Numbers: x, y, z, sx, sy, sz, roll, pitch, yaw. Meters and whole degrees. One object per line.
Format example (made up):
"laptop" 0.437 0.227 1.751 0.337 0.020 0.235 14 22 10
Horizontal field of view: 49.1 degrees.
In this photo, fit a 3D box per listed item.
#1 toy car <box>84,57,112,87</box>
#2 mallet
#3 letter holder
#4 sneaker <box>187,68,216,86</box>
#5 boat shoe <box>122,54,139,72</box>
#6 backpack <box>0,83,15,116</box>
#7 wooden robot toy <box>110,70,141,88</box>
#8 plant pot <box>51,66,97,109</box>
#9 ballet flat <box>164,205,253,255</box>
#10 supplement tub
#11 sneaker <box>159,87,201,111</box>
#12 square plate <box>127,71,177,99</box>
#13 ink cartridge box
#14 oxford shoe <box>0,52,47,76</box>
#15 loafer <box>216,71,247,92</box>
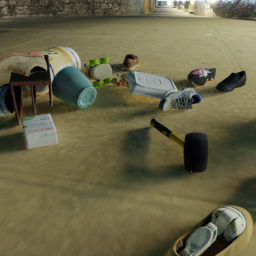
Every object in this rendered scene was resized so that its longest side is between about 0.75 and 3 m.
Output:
"toy car" -1.603 -2.669 13.330 1.160 1.207 1.470 -22 22 -36
"mallet" 1.303 0.128 7.918 0.598 0.957 2.906 -9 28 -18
"letter holder" -3.337 -1.352 9.910 1.236 1.746 2.457 -5 34 -15
"sneaker" 3.349 -2.459 13.373 0.888 0.826 2.056 14 19 41
"boat shoe" 0.198 -3.842 15.937 0.796 0.747 2.211 6 28 11
"backpack" -4.436 -0.917 10.109 0.930 0.987 1.209 -17 37 -13
"wooden robot toy" 0.035 -2.072 12.851 1.750 0.771 0.794 -21 69 -36
"plant pot" -1.960 -1.437 10.701 1.318 1.403 1.403 36 42 27
"ballet flat" 1.520 1.831 4.778 2.341 0.738 0.803 -23 42 -37
"supplement tub" -3.409 -2.667 12.560 1.743 1.743 2.414 13 30 24
"sneaker" 1.999 -1.022 10.450 1.968 0.758 0.838 -22 42 -32
"square plate" 1.097 -1.856 11.931 2.201 0.316 2.222 9 30 -9
"ink cartridge box" -2.693 0.079 8.485 0.886 0.510 1.214 -10 29 -19
"oxford shoe" -2.975 -1.711 7.714 1.540 0.576 0.542 -19 -10 -31
"loafer" 4.640 -2.116 12.554 2.098 0.737 0.712 -22 34 -36
